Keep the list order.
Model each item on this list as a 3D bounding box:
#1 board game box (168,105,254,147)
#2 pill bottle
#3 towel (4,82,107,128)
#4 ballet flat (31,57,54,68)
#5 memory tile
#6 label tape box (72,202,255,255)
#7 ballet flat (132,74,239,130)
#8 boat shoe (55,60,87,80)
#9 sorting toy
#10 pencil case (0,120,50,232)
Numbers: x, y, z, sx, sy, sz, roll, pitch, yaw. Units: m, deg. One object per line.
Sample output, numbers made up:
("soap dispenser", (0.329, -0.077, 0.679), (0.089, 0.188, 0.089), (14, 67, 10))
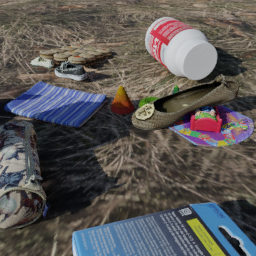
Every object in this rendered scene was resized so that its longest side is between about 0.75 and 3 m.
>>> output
("board game box", (1.955, -0.483, 7.428), (2.098, 0.517, 2.655), (-21, 38, -29))
("pill bottle", (1.858, -2.853, 10.071), (1.652, 1.652, 2.943), (-10, 34, -15))
("towel", (-2.041, -0.736, 8.037), (2.445, 0.292, 1.770), (12, 35, 18))
("ballet flat", (-3.322, -2.588, 10.870), (1.085, 0.389, 0.389), (15, 36, 24))
("memory tile", (-2.057, -3.061, 11.391), (2.019, 0.221, 2.635), (15, 28, 22))
("label tape box", (0.551, 1.849, 3.493), (2.211, 0.731, 1.584), (-5, 28, -20))
("ballet flat", (1.442, -0.709, 7.139), (2.882, 0.668, 0.971), (-17, 46, 1))
("boat shoe", (-2.053, -2.048, 9.720), (0.578, 0.535, 1.566), (-33, 38, -31))
("sorting toy", (0.522, -0.911, 7.880), (2.065, 0.711, 0.716), (-5, 32, -3))
("pencil case", (-2.020, 0.719, 5.136), (1.013, 0.881, 2.265), (-40, 37, 5))
